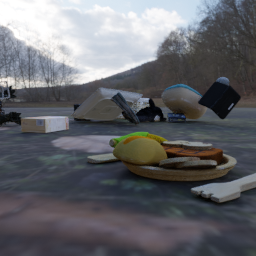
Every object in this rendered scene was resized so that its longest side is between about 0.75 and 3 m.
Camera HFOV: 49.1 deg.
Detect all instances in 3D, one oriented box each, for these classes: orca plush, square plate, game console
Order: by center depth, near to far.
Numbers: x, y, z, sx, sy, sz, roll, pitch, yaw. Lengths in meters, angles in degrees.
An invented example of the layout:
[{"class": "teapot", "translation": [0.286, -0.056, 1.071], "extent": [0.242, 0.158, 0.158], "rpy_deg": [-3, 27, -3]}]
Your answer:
[{"class": "game console", "translation": [3.114, -0.948, 9.541], "extent": [0.914, 1.039, 0.605], "rpy_deg": [41, -5, -12]}, {"class": "square plate", "translation": [-0.796, -0.779, 10.676], "extent": [2.066, 0.297, 2.086], "rpy_deg": [2, -27, -42]}, {"class": "orca plush", "translation": [0.701, -0.734, 11.290], "extent": [1.362, 0.920, 2.589], "rpy_deg": [5, 7, 44]}]

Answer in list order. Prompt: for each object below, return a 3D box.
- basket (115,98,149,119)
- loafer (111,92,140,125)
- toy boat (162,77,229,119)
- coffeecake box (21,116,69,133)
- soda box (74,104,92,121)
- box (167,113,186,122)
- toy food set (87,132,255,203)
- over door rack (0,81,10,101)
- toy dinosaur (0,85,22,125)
[{"class": "basket", "translation": [0.104, -0.914, 13.104], "extent": [1.569, 0.968, 1.064], "rpy_deg": [5, 7, 36]}, {"class": "loafer", "translation": [-0.098, -0.576, 9.213], "extent": [0.392, 1.245, 0.447], "rpy_deg": [-34, -4, -8]}, {"class": "toy boat", "translation": [2.724, -1.200, 10.951], "extent": [2.520, 1.171, 2.119], "rpy_deg": [-9, -30, 43]}, {"class": "coffeecake box", "translation": [-2.167, -0.106, 7.389], "extent": [0.766, 0.365, 0.998], "rpy_deg": [2, 5, 21]}, {"class": "soda box", "translation": [-1.725, -0.741, 12.675], "extent": [0.780, 0.698, 2.205], "rpy_deg": [1, 5, 10]}, {"class": "box", "translation": [1.865, -0.415, 10.813], "extent": [0.648, 0.209, 0.821], "rpy_deg": [2, 15, 4]}, {"class": "toy food set", "translation": [0.511, 0.262, 3.081], "extent": [1.338, 0.389, 1.938], "rpy_deg": [-4, 6, -38]}, {"class": "over door rack", "translation": [-4.147, -0.393, 6.984], "extent": [2.430, 0.809, 1.795], "rpy_deg": [-26, 16, -25]}, {"class": "toy dinosaur", "translation": [-4.447, -0.454, 9.019], "extent": [1.725, 1.299, 2.542], "rpy_deg": [-14, 25, -3]}]
